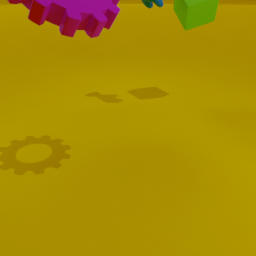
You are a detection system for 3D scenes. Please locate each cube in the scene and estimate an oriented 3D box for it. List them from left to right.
[{"bbox_3d":[2.032,-3.778,8.472,1.000,1.000,1.000,-19,66,-2],"label":"cube"}]

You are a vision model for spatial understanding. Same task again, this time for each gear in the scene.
[{"bbox_3d":[-0.951,-2.076,4.096,1.731,0.320,1.731,17,51,-23],"label":"gear"}]

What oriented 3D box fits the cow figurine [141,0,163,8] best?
[{"bbox_3d":[0.448,-3.900,7.650,0.687,1.231,1.251,-49,32,0],"label":"cow figurine"}]
